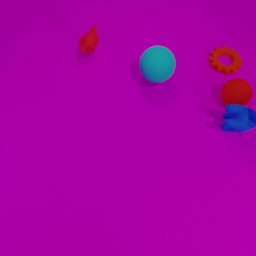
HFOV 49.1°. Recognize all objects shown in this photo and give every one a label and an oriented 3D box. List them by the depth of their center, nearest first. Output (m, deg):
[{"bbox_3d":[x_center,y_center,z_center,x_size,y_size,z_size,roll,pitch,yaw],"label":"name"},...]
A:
[{"bbox_3d":[3.493,-0.232,7.929,1.500,1.524,0.837,8,79,14],"label":"cow figurine"},{"bbox_3d":[3.393,-1.086,8.763,0.938,0.938,0.938,0,64,0],"label":"ball"},{"bbox_3d":[0.918,-1.990,8.776,1.124,1.124,1.124,0,64,0],"label":"ball"},{"bbox_3d":[-1.376,-2.955,9.463,0.767,0.643,1.067,23,77,13],"label":"monkey head"},{"bbox_3d":[3.403,-2.369,9.794,1.118,0.207,1.118,0,64,0],"label":"gear"}]
